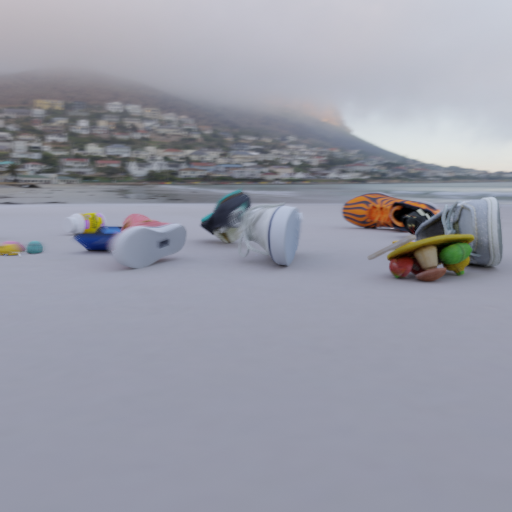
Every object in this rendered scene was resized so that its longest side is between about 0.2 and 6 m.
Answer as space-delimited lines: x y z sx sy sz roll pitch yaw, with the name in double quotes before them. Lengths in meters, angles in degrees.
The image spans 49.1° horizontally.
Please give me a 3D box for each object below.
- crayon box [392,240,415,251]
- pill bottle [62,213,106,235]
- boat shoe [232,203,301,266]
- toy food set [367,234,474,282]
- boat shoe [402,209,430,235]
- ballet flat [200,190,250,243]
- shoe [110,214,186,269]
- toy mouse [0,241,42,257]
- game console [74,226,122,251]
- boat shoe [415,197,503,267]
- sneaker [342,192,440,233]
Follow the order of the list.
"crayon box" 3.028 -0.211 11.261 0.438 0.180 0.697 5 9 36
"pill bottle" -4.620 -0.857 15.033 0.576 0.576 1.105 4 9 33
"boat shoe" 0.129 -0.459 9.337 1.123 0.974 2.635 7 9 7
"toy food set" 2.331 0.106 7.569 1.650 0.539 0.971 -3 -17 -37
"boat shoe" 3.991 -0.675 13.572 0.592 0.691 1.889 -27 11 8
"ballet flat" -0.646 -0.720 12.263 0.940 0.940 2.574 -2 -6 -16
"shoe" -1.929 -0.266 9.000 0.829 0.651 1.823 13 14 21
"toy mouse" -4.457 -0.169 10.636 1.127 0.218 1.002 3 9 27
"game console" -2.760 -0.456 10.873 1.158 0.685 0.989 0 -21 9
"boat shoe" 3.284 -0.353 9.138 0.926 1.064 2.888 -5 2 6
"sneaker" 3.829 -1.306 16.433 2.970 1.152 1.664 3 6 25
